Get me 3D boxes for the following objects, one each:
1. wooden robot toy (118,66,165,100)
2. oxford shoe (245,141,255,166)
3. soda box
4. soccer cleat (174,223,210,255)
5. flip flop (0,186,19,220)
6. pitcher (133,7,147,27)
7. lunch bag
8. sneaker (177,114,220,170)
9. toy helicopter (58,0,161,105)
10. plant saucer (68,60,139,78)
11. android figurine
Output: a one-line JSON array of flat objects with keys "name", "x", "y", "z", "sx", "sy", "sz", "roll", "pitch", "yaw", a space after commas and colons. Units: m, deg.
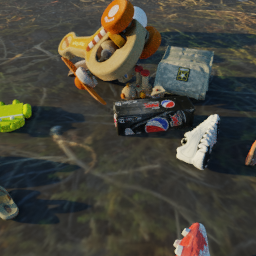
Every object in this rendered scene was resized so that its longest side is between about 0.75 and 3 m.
[{"name": "wooden robot toy", "x": 0.145, "y": -1.562, "z": 10.235, "sx": 1.168, "sy": 1.134, "sz": 2.574, "roll": -32, "pitch": 46, "yaw": -20}, {"name": "oxford shoe", "x": 3.831, "y": 0.585, "z": 7.720, "sx": 0.638, "sy": 0.624, "sz": 1.752, "roll": 35, "pitch": 49, "yaw": 30}, {"name": "soda box", "x": 0.801, "y": -0.413, "z": 8.858, "sx": 2.451, "sy": 0.776, "sz": 0.867, "roll": -6, "pitch": 39, "yaw": -7}, {"name": "soccer cleat", "x": 1.128, "y": 2.915, "z": 4.466, "sx": 1.234, "sy": 0.994, "sz": 2.897, "roll": 21, "pitch": 40, "yaw": 5}, {"name": "flip flop", "x": -3.010, "y": 1.643, "z": 6.511, "sx": 1.291, "sy": 0.372, "sz": 0.524, "roll": 31, "pitch": 47, "yaw": 34}, {"name": "pitcher", "x": -0.012, "y": -5.465, "z": 15.104, "sx": 2.058, "sy": 1.454, "sz": 2.398, "roll": -5, "pitch": 48, "yaw": 10}, {"name": "lunch bag", "x": 2.118, "y": -2.009, "z": 10.522, "sx": 1.887, "sy": 1.353, "sz": 2.301, "roll": 11, "pitch": 45, "yaw": 14}, {"name": "sneaker", "x": 2.077, "y": 0.251, "z": 8.060, "sx": 0.887, "sy": 0.822, "sz": 2.188, "roll": 11, "pitch": 37, "yaw": 27}, {"name": "toy helicopter", "x": -0.635, "y": -1.321, "z": 5.009, "sx": 2.319, "sy": 0.915, "sz": 1.533, "roll": 22, "pitch": 85, "yaw": 47}, {"name": "plant saucer", "x": -0.927, "y": -2.309, "z": 10.515, "sx": 2.687, "sy": 0.431, "sz": 2.687, "roll": -8, "pitch": 4, "yaw": 1}, {"name": "android figurine", "x": -3.970, "y": -0.406, "z": 9.232, "sx": 1.517, "sy": 0.342, "sz": 1.667, "roll": -9, "pitch": 37, "yaw": -11}]
